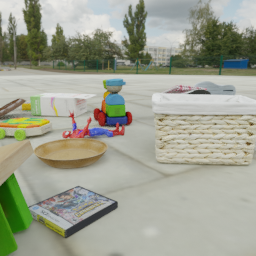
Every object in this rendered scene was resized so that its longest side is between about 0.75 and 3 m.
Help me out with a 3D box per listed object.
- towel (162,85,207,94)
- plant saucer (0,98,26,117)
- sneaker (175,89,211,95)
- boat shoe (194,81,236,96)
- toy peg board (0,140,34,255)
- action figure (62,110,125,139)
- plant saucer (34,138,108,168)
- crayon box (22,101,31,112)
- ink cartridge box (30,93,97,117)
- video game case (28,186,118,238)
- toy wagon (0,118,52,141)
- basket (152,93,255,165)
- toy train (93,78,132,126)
[{"bbox_3d":[2.719,-1.701,13.937,2.070,0.310,1.515,2,-15,-32],"label":"towel"},{"bbox_3d":[-4.775,-0.835,11.264,1.376,0.221,1.376,-22,22,10],"label":"plant saucer"},{"bbox_3d":[2.777,-1.398,13.389,2.439,0.980,1.053,-2,12,-13],"label":"sneaker"},{"bbox_3d":[5.191,-2.210,17.161,2.963,1.067,0.919,2,-7,-20],"label":"boat shoe"},{"bbox_3d":[-2.257,1.179,2.945,2.236,1.098,2.245,-15,12,2],"label":"toy peg board"},{"bbox_3d":[-1.038,-0.112,8.216,1.850,0.916,0.604,-10,16,-28],"label":"action figure"},{"bbox_3d":[-1.292,0.585,6.441,1.671,0.296,1.671,0,13,0],"label":"plant saucer"},{"bbox_3d":[-4.562,-1.043,13.214,0.809,0.332,1.287,-4,15,-17],"label":"crayon box"},{"bbox_3d":[-2.664,-0.996,11.912,2.466,0.830,1.444,3,14,12],"label":"ink cartridge box"},{"bbox_3d":[-0.827,1.201,4.219,0.921,0.130,1.019,10,17,38],"label":"video game case"},{"bbox_3d":[-3.456,-0.023,8.774,2.022,0.400,1.568,3,14,14],"label":"toy wagon"},{"bbox_3d":[1.690,-0.027,6.598,2.301,1.419,1.559,2,13,4],"label":"basket"},{"bbox_3d":[-0.722,-1.119,10.697,1.196,1.635,2.826,-3,14,-15],"label":"toy train"}]
